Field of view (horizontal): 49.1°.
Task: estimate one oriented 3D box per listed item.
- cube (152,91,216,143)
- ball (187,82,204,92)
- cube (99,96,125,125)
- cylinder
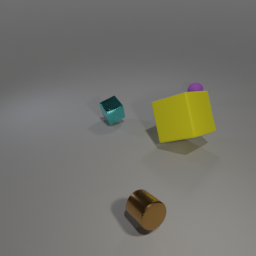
[{"bbox_3d":[1.861,-0.377,9.359,1.400,1.400,1.400,-13,-2,44],"label":"cube"},{"bbox_3d":[2.979,-1.657,12.351,0.700,0.700,0.700,0,30,0],"label":"ball"},{"bbox_3d":[-0.609,-0.695,10.938,0.700,0.700,0.700,-28,54,-14],"label":"cube"},{"bbox_3d":[0.414,1.884,6.510,0.700,0.700,0.700,-17,22,-27],"label":"cylinder"}]
